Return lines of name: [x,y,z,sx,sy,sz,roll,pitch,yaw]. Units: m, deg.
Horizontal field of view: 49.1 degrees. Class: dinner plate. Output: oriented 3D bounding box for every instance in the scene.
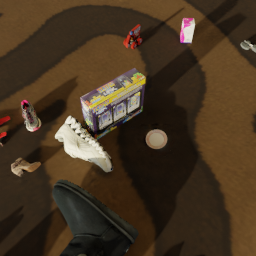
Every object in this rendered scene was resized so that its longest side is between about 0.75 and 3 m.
dinner plate: [1.019,0.407,10.014,0.753,0.091,0.753,-2,65,5]

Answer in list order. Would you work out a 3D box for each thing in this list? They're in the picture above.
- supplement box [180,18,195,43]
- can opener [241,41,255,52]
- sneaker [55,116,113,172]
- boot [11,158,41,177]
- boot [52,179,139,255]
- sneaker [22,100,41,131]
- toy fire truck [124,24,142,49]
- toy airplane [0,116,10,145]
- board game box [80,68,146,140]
supplement box: [2.792,-4.580,13.177,0.512,1.012,0.523,2,54,2]
can opener: [5.829,-3.645,12.978,0.419,0.332,1.260,-50,61,9]
sneaker: [-1.477,0.700,9.455,1.030,0.955,2.542,-43,61,-11]
boot: [-3.443,1.224,9.353,0.871,0.306,0.637,-31,55,-25]
boot: [-1.510,3.047,7.453,2.967,1.133,2.493,32,56,14]
sneaker: [-3.675,-0.445,10.422,0.547,0.507,1.358,-27,61,-12]
toy fire truck: [0.233,-4.232,13.015,0.574,0.860,1.024,32,60,21]
toy airplane: [-4.955,0.098,10.181,1.543,0.284,1.543,-1,55,1]
board game box: [-0.484,-0.806,9.855,2.277,1.883,0.646,-32,61,-23]
